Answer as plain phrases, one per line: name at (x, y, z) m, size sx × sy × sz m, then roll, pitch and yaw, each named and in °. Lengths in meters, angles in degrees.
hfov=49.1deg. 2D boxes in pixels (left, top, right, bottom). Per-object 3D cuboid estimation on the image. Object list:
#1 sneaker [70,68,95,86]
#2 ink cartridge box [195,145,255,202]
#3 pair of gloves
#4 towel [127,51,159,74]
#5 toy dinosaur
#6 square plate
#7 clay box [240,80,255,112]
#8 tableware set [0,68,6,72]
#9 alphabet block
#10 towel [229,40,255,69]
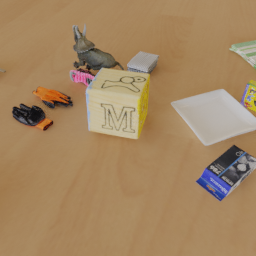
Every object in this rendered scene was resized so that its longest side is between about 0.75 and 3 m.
sneaker at (-1.461, -1.914, 10.465) m, size 1.448 × 0.572 × 0.691 m, roll 25°, pitch 39°, yaw 23°
ink cartridge box at (2.632, 1.135, 7.375) m, size 1.669 × 0.327 × 0.830 m, roll -33°, pitch 53°, yaw -28°
pair of gloves at (-2.844, -0.692, 9.369) m, size 1.604 × 0.223 × 1.801 m, roll 22°, pitch 51°, yaw 20°
towel at (0.603, -2.536, 11.125) m, size 0.935 × 0.483 × 1.129 m, roll 19°, pitch 48°, yaw 21°
toy dinosaur at (-1.149, -2.497, 10.179) m, size 1.387 × 2.711 × 1.043 m, roll 9°, pitch 72°, yaw 55°
square plate at (2.773, -0.371, 8.961) m, size 2.134 × 0.304 × 2.114 m, roll -16°, pitch 45°, yaw -16°
clay box at (4.499, -0.844, 9.039) m, size 1.525 × 0.876 × 0.363 m, roll 34°, pitch 54°, yaw 31°
tableware set at (-6.165, -2.295, 10.844) m, size 2.408 × 0.482 × 1.591 m, roll 17°, pitch 46°, yaw 18°
alphabet block at (-0.254, -0.763, 8.408) m, size 1.548 × 1.520 × 1.512 m, roll 10°, pitch 40°, yaw 10°
towel at (5.781, -2.960, 11.705) m, size 1.969 × 0.302 × 2.582 m, roll -14°, pitch 44°, yaw -15°
